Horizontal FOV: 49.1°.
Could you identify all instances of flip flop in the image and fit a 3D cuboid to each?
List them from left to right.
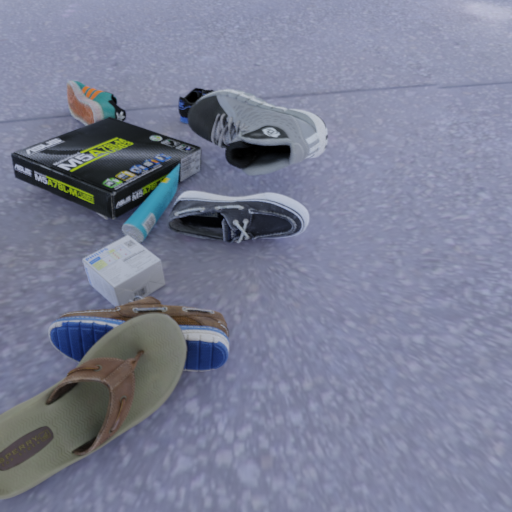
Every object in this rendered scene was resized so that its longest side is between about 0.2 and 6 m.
[{"bbox_3d":[-2.238,1.943,7.362,3.245,0.934,1.316,-32,91,-25],"label":"flip flop"}]

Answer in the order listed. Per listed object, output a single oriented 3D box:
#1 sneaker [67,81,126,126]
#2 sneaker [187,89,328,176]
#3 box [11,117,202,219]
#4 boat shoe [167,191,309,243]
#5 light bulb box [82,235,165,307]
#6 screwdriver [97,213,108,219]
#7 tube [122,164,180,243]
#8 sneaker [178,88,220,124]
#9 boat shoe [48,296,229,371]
[{"bbox_3d":[-4.258,-3.978,14.794,0.979,0.874,2.449,-13,40,-33],"label":"sneaker"},{"bbox_3d":[-0.420,-2.652,12.145,3.573,1.340,2.063,15,36,27],"label":"sneaker"},{"bbox_3d":[-3.202,-2.070,12.373,2.880,0.709,2.982,24,38,22],"label":"box"},{"bbox_3d":[-0.384,-0.653,10.769,2.728,0.979,0.925,8,41,11],"label":"boat shoe"},{"bbox_3d":[-2.340,0.290,9.943,1.003,0.631,1.011,-33,50,-31],"label":"light bulb box"},{"bbox_3d":[-3.883,-1.257,11.935,2.304,0.321,0.335,33,22,36],"label":"screwdriver"},{"bbox_3d":[-2.035,-1.067,11.476,0.483,0.743,1.918,28,50,2],"label":"tube"},{"bbox_3d":[-1.363,-4.212,15.065,0.643,0.714,1.832,26,48,28],"label":"sneaker"},{"bbox_3d":[-1.778,1.191,8.776,2.719,0.982,0.984,8,36,-6],"label":"boat shoe"}]
